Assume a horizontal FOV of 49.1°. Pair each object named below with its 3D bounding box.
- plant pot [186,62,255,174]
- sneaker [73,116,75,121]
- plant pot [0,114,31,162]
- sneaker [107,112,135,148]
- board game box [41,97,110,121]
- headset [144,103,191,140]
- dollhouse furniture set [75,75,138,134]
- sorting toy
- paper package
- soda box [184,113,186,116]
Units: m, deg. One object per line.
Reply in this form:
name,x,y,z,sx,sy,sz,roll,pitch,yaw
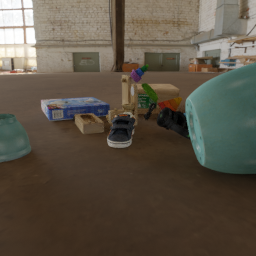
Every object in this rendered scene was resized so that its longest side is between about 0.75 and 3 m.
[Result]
plant pot,2.629,-0.126,6.705,2.173,2.708,2.708,-13,14,4
sneaker,-1.845,-0.440,12.198,1.007,0.302,0.525,-5,10,-30
plant pot,-3.727,0.200,8.123,1.655,1.109,1.655,0,15,0
sneaker,-0.215,0.000,9.478,0.835,0.846,2.129,3,16,6
board game box,-2.664,-1.016,13.792,2.812,0.610,2.798,-6,15,-23
headset,1.448,-0.176,9.844,1.322,1.006,2.141,12,27,-50
dollhouse furniture set,-0.878,-1.070,11.329,2.391,1.948,2.274,-5,15,-19
sorting toy,1.357,-1.639,12.066,0.988,2.868,0.995,-38,26,17
paper package,1.234,-1.568,14.581,2.511,1.299,2.393,0,14,-3
soda box,2.335,-0.376,11.729,1.286,0.413,0.436,-7,16,-23
